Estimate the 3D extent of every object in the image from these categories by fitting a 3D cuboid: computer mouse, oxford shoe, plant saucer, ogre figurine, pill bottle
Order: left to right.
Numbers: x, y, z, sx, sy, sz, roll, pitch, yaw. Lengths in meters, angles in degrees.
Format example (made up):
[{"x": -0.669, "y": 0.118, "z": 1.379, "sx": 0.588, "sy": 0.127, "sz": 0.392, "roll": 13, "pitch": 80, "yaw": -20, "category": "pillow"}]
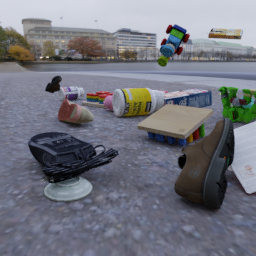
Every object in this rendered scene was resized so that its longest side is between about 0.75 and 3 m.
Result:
[{"x": -3.238, "y": -1.959, "z": 12.650, "sx": 0.538, "sy": 0.463, "sz": 1.275, "roll": 24, "pitch": -32, "yaw": -30, "category": "oxford shoe"}, {"x": -1.765, "y": 0.785, "z": 7.520, "sx": 1.984, "sy": 0.755, "sz": 2.866, "roll": -14, "pitch": 20, "yaw": -36, "category": "computer mouse"}, {"x": -1.377, "y": 1.315, "z": 6.460, "sx": 1.091, "sy": 0.274, "sz": 1.091, "roll": 0, "pitch": 15, "yaw": 0, "category": "plant saucer"}, {"x": -3.826, "y": -2.354, "z": 19.008, "sx": 1.589, "sy": 0.885, "sz": 0.885, "roll": -11, "pitch": 18, "yaw": -35, "category": "pill bottle"}, {"x": -2.498, "y": -0.639, "z": 13.016, "sx": 1.053, "sy": 1.010, "sz": 2.852, "roll": 20, "pitch": 2, "yaw": -31, "category": "oxford shoe"}, {"x": 0.542, "y": -1.345, "z": 14.303, "sx": 2.463, "sy": 1.371, "sz": 1.371, "roll": -6, "pitch": 16, "yaw": -22, "category": "pill bottle"}, {"x": 1.876, "y": 0.581, "z": 6.759, "sx": 1.249, "sy": 1.075, "sz": 2.959, "roll": 3, "pitch": 29, "yaw": 31, "category": "oxford shoe"}, {"x": 5.145, "y": -1.068, "z": 12.925, "sx": 2.586, "sy": 1.550, "sz": 1.269, "roll": 16, "pitch": 17, "yaw": 42, "category": "ogre figurine"}]

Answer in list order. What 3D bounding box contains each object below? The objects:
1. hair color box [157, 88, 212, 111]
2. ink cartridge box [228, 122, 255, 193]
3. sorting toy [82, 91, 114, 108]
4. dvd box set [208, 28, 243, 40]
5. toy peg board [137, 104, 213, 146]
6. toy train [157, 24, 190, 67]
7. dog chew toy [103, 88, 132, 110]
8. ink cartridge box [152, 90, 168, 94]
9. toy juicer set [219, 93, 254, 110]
[{"x": 3.010, "y": -1.517, "z": 15.433, "sx": 2.887, "sy": 0.874, "sz": 1.444, "roll": -12, "pitch": 18, "yaw": -20, "category": "hair color box"}, {"x": 3.521, "y": 0.727, "z": 7.272, "sx": 1.924, "sy": 0.599, "sz": 2.392, "roll": -21, "pitch": 32, "yaw": 7, "category": "ink cartridge box"}, {"x": -1.440, "y": -1.809, "z": 17.286, "sx": 2.040, "sy": 0.714, "sz": 2.052, "roll": 11, "pitch": 18, "yaw": 35, "category": "sorting toy"}, {"x": 3.324, "y": -3.204, "z": 9.522, "sx": 1.058, "sy": 0.156, "sz": 0.774, "roll": 11, "pitch": 37, "yaw": 21, "category": "dvd box set"}, {"x": 1.798, "y": 0.041, "z": 10.414, "sx": 2.035, "sy": 0.995, "sz": 2.027, "roll": 12, "pitch": 34, "yaw": 41, "category": "toy peg board"}, {"x": 1.827, "y": -3.425, "z": 13.090, "sx": 1.084, "sy": 1.482, "sz": 2.561, "roll": 29, "pitch": -25, "yaw": 3, "category": "toy train"}, {"x": -0.373, "y": -1.502, "z": 15.438, "sx": 1.963, "sy": 1.222, "sz": 1.222, "roll": -11, "pitch": 16, "yaw": -7, "category": "dog chew toy"}, {"x": 1.293, "y": -1.745, "z": 16.790, "sx": 1.483, "sy": 0.864, "sz": 2.037, "roll": 9, "pitch": 19, "yaw": 32, "category": "ink cartridge box"}, {"x": 6.279, "y": -1.085, "z": 14.796, "sx": 2.855, "sy": 0.777, "sz": 1.816, "roll": 8, "pitch": 31, "yaw": 8, "category": "toy juicer set"}]
